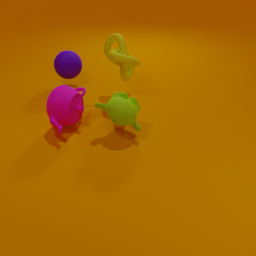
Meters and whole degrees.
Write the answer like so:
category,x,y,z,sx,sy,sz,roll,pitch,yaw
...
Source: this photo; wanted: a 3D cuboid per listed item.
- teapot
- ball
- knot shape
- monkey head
category,x,y,z,sx,sy,sz,roll,pitch,yaw
teapot,-1.737,-0.563,8.010,0.940,1.193,1.919,11,48,16
ball,-2.106,-2.218,9.853,0.983,0.983,0.983,0,37,0
knot shape,-0.153,-2.190,9.137,0.724,1.467,1.568,-33,51,-1
monkey head,-0.207,-0.431,7.790,1.440,1.036,0.868,29,61,-5
